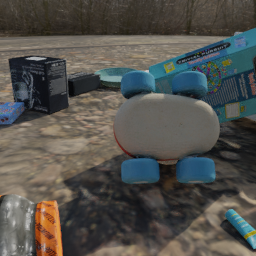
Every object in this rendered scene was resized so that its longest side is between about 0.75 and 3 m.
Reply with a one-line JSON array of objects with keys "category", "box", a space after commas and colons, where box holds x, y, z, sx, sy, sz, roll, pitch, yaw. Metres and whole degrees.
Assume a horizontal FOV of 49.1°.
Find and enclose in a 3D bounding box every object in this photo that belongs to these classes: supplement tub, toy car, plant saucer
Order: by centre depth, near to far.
[{"category": "supplement tub", "box": [-2.040, 1.618, 3.305, 2.427, 1.487, 1.487, -5, 23, -12]}, {"category": "toy car", "box": [0.745, 0.229, 6.558, 2.159, 2.250, 2.441, 0, -17, -2]}, {"category": "plant saucer", "box": [-0.520, -2.639, 14.721, 2.512, 0.451, 2.512, 0, 28, 0]}]

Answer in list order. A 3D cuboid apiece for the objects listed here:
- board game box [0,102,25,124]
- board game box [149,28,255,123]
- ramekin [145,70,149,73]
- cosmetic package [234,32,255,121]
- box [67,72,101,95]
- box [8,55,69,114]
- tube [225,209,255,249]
[{"category": "board game box", "box": [-4.932, -0.552, 9.985, 1.999, 0.366, 1.512, -1, 23, -1]}, {"category": "board game box", "box": [2.367, -1.112, 7.546, 3.000, 2.265, 0.704, -16, 44, 20]}, {"category": "ramekin", "box": [1.500, -2.525, 14.349, 1.387, 0.676, 1.387, -1, 22, 0]}, {"category": "cosmetic package", "box": [4.481, -1.535, 9.128, 1.586, 2.580, 2.572, 9, 15, -32]}, {"category": "box", "box": [-2.380, -2.163, 13.409, 1.305, 0.729, 1.849, 12, 25, 34]}, {"category": "box", "box": [-3.405, -1.726, 10.812, 1.927, 1.894, 1.194, 12, 25, 26]}, {"category": "tube", "box": [1.988, 1.721, 4.796, 0.298, 0.194, 0.770, -21, 32, -14]}]
